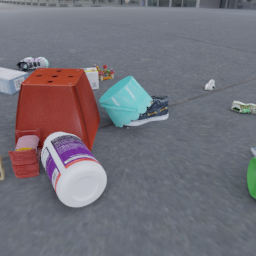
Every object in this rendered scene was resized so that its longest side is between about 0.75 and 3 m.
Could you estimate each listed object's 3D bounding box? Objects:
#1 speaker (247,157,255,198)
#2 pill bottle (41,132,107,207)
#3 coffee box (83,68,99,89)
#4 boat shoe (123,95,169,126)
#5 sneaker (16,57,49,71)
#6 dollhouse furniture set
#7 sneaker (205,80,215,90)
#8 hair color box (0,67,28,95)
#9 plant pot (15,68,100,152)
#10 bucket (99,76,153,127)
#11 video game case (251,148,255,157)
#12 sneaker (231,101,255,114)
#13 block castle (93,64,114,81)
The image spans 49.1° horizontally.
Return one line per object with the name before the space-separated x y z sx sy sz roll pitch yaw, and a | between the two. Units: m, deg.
speaker | 4.244 1.235 6.489 2.588 1.145 1.145 3 29 5
pill bottle | -1.444 0.904 6.991 1.178 1.178 2.094 -15 32 -24
coffee box | -1.838 -2.323 13.164 0.812 0.813 0.804 -7 30 -12
boat shoe | 0.604 -0.679 10.156 1.910 0.867 0.676 -12 31 -20
sneaker | -5.350 -3.416 15.363 1.807 0.702 1.264 6 30 30
dollhouse furniture set | -3.463 0.754 7.574 2.150 0.874 1.157 -6 30 -11
sneaker | 3.927 -1.964 13.099 0.408 0.335 0.886 25 44 25
hair color box | -5.986 -2.289 13.199 2.394 0.726 1.185 15 32 23
plant pot | -2.229 -0.715 9.005 2.338 2.062 2.340 2 29 2
bucket | -0.119 -0.930 9.642 1.675 1.090 1.675 -35 19 14
video game case | 4.232 0.909 8.082 0.988 0.119 1.083 0 30 0
sneaker | 4.475 -0.695 10.784 1.091 0.420 0.484 17 47 36
block castle | -1.293 -2.945 14.526 0.832 0.584 1.245 -13 32 -21
